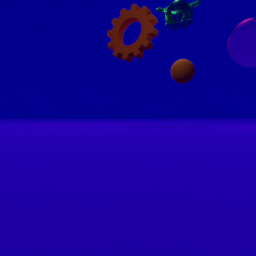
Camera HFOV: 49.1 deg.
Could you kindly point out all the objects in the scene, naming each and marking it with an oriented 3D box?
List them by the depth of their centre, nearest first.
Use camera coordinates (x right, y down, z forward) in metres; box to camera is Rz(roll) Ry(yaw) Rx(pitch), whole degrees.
[{"bbox_3d":[3.961,-2.592,8.585,1.387,1.387,1.387,1,14,36],"label":"cylinder"},{"bbox_3d":[1.706,-1.761,8.717,0.749,0.749,0.749,0,2,0],"label":"ball"},{"bbox_3d":[1.805,-4.177,10.067,1.650,0.995,1.187,-3,-5,18],"label":"monkey head"},{"bbox_3d":[0.143,-3.458,10.254,1.991,1.991,0.368,1,-6,34],"label":"gear"}]
